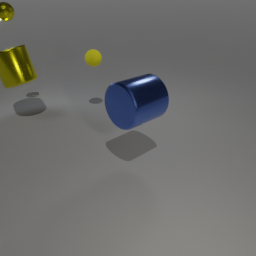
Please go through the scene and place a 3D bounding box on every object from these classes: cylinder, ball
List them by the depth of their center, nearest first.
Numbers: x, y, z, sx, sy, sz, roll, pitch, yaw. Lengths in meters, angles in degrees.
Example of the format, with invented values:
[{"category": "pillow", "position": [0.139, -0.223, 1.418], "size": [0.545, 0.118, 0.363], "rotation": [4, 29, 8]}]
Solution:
[{"category": "cylinder", "position": [0.257, -0.804, 8.367], "size": [1.400, 1.400, 1.400], "rotation": [-23, 36, -38]}, {"category": "ball", "position": [-4.729, -4.460, 10.754], "size": [0.700, 0.700, 0.700], "rotation": [0, 29, 0]}, {"category": "cylinder", "position": [-4.566, -2.483, 11.290], "size": [1.400, 1.400, 1.400], "rotation": [-14, 21, 6]}, {"category": "ball", "position": [-1.452, -2.928, 11.722], "size": [0.700, 0.700, 0.700], "rotation": [0, 29, 0]}]
